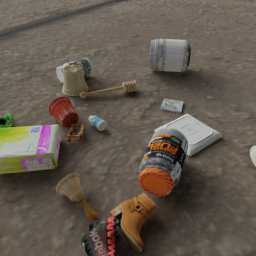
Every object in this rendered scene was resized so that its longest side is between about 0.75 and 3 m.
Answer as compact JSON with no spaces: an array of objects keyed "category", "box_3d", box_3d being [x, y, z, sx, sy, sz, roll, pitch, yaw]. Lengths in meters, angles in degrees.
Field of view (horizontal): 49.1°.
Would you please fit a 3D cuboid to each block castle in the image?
[{"category":"block castle","box_3d":[-2.055,0.233,11.187,0.574,0.403,0.859,1,35,7]}]

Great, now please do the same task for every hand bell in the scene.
[{"category":"hand bell","box_3d":[-1.361,2.250,8.463,0.872,0.872,1.675,-28,58,-32]}]

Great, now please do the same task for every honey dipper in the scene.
[{"category":"honey dipper","box_3d":[-0.951,-1.843,13.830,2.872,0.545,0.545,-13,39,-12]}]

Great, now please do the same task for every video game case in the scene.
[{"category":"video game case","box_3d":[2.069,-1.055,13.088,0.946,0.104,0.862,10,38,13]}]

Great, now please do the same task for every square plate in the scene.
[{"category":"square plate","box_3d":[2.457,0.144,11.392,1.978,0.284,1.996,-25,44,-28]}]

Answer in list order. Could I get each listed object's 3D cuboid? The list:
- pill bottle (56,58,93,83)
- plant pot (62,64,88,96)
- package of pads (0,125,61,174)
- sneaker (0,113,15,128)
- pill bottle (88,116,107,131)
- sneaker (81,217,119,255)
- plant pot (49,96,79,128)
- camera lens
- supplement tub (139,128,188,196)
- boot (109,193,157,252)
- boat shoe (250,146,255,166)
[{"category":"pill bottle","box_3d":[-2.858,-3.070,14.989,1.744,0.986,0.986,-26,45,-30]},{"category":"plant pot","box_3d":[-2.701,-2.442,13.978,1.336,1.223,1.336,0,38,0]},{"category":"package of pads","box_3d":[-3.741,0.749,10.153,2.434,0.830,1.881,-4,36,-4]},{"category":"sneaker","box_3d":[-5.123,-0.296,11.761,0.459,0.517,1.238,-2,37,-1]},{"category":"pill bottle","box_3d":[-1.312,-0.234,11.738,0.804,0.446,0.446,31,47,33]},{"category":"sneaker","box_3d":[-0.725,3.170,7.095,0.983,0.711,2.012,0,35,-1]},{"category":"plant pot","box_3d":[-2.657,-0.616,11.868,1.055,1.055,1.026,-23,52,-27]},{"category":"camera lens","box_3d":[2.324,-4.042,15.624,2.172,1.737,1.737,4,38,4]},{"category":"supplement tub","box_3d":[1.177,1.096,9.278,1.339,1.339,2.185,12,39,15]},{"category":"boot","box_3d":[0.329,2.552,7.874,1.236,0.589,1.597,-26,41,-17]},{"category":"boat shoe","box_3d":[5.187,1.451,9.220,0.759,0.907,2.539,-20,48,-24]}]
